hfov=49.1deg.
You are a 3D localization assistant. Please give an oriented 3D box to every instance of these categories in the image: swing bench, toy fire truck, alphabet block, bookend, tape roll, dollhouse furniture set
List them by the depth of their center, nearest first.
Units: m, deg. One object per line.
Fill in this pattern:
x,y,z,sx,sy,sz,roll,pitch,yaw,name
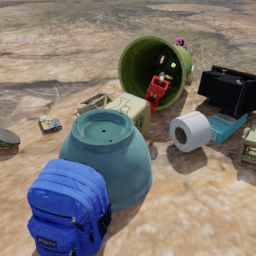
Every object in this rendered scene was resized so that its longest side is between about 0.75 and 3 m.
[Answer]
4.625,0.451,8.554,1.902,1.057,1.682,16,39,30,dollhouse furniture set
2.008,0.121,9.085,0.797,1.161,1.161,-20,41,-24,tape roll
-0.016,-0.312,9.542,1.167,1.173,1.195,24,51,31,alphabet block
-1.280,-0.755,10.221,1.072,0.699,1.078,-23,30,36,swing bench
1.039,-1.429,10.376,0.565,1.635,2.318,24,37,1,toy fire truck
3.637,-1.539,10.566,2.577,1.187,2.561,26,26,38,bookend

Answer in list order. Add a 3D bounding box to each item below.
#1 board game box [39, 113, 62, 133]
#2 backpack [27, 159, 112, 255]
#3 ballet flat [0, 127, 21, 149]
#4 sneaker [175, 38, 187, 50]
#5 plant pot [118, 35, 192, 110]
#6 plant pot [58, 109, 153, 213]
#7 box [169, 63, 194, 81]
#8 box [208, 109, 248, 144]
-2.882,-0.199,10.370,0.649,0.166,0.959,-16,38,-20,board game box
-1.244,1.790,6.030,1.635,2.012,1.688,9,37,10,backpack
-4.847,0.248,9.475,2.732,0.633,0.920,17,13,13,ballet flat
2.722,-3.958,14.706,1.006,1.215,2.546,5,38,3,sneaker
1.464,-2.459,11.760,2.840,2.840,2.697,18,27,24,plant pot
-0.659,0.638,7.775,2.774,1.858,2.774,0,35,0,plant pot
2.588,-2.686,13.481,1.082,0.548,0.609,12,39,16,box
3.476,-0.178,10.077,0.793,0.474,1.927,30,45,35,box
